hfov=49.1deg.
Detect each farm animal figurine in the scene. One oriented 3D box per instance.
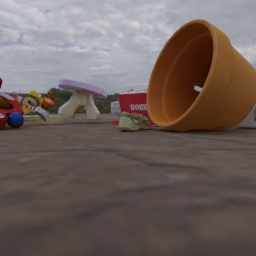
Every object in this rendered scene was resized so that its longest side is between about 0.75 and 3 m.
[{"bbox_3d":[-5.097,-0.912,14.438,2.612,1.313,2.109,-8,-12,-40],"label":"farm animal figurine"}]

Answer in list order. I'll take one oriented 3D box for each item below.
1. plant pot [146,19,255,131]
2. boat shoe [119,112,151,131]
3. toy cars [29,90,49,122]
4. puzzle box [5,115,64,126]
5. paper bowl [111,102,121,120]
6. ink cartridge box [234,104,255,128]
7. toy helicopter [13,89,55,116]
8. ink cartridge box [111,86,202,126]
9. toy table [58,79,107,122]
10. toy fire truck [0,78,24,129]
[{"bbox_3d":[2.038,-1.125,7.412,1.963,2.804,2.804,16,-3,-23],"label":"plant pot"},{"bbox_3d":[0.243,-0.198,7.682,0.581,0.496,1.584,1,4,22],"label":"boat shoe"},{"bbox_3d":[-3.098,-0.810,9.896,0.262,1.182,0.530,-22,-5,29],"label":"toy cars"},{"bbox_3d":[-4.029,-0.309,10.762,2.595,0.330,1.727,-4,5,-44],"label":"puzzle box"},{"bbox_3d":[0.101,-0.803,13.502,1.849,0.961,1.849,0,4,0],"label":"paper bowl"},{"bbox_3d":[4.637,-0.523,8.399,2.484,1.044,1.813,3,5,38],"label":"ink cartridge box"},{"bbox_3d":[-4.631,-0.903,12.673,1.732,1.033,2.619,32,21,-3],"label":"toy helicopter"},{"bbox_3d":[0.983,-0.895,10.764,2.476,1.183,2.821,-16,13,-38],"label":"ink cartridge box"},{"bbox_3d":[-1.953,-1.070,11.810,2.355,1.379,2.165,11,-4,-39],"label":"toy table"},{"bbox_3d":[-4.275,-0.577,7.974,2.356,1.573,2.806,32,16,24],"label":"toy fire truck"}]
